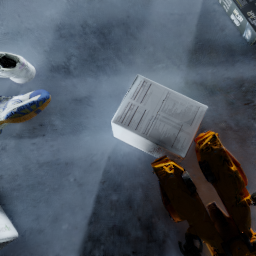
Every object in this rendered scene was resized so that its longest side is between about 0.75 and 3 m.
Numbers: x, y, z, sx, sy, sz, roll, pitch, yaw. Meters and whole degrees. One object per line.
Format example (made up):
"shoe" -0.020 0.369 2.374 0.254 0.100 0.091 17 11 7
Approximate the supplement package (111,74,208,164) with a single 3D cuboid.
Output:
"supplement package" 0.669 -0.122 6.428 1.690 1.282 1.273 26 76 7

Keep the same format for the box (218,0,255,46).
"box" 3.647 -3.682 7.813 1.883 0.512 2.350 -27 76 -7

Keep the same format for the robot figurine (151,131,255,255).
"robot figurine" 1.831 1.694 5.811 2.169 0.871 2.991 -29 93 3

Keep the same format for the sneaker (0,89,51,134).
"sneaker" -3.006 -0.526 6.786 2.209 0.832 0.974 -28 77 -8

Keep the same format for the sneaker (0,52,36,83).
"sneaker" -3.391 -1.658 7.024 1.967 0.980 0.737 4 76 3

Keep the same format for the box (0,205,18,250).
"box" -4.037 2.026 5.209 2.474 2.486 2.130 -36 76 -8
